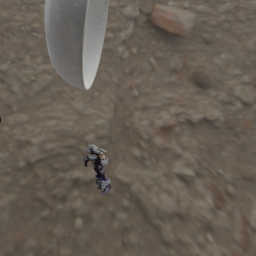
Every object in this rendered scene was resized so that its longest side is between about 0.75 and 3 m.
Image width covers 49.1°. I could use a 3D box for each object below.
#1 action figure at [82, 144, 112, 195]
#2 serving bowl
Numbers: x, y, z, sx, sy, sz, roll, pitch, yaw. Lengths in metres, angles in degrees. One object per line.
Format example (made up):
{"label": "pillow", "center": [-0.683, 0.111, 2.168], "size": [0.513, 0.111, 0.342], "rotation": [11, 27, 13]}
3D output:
{"label": "action figure", "center": [-0.584, 0.754, 5.441], "size": [0.349, 0.654, 1.005], "rotation": [-27, 111, -32]}
{"label": "serving bowl", "center": [-1.055, -2.298, 5.742], "size": [0.965, 2.933, 2.933], "rotation": [9, 66, -1]}
